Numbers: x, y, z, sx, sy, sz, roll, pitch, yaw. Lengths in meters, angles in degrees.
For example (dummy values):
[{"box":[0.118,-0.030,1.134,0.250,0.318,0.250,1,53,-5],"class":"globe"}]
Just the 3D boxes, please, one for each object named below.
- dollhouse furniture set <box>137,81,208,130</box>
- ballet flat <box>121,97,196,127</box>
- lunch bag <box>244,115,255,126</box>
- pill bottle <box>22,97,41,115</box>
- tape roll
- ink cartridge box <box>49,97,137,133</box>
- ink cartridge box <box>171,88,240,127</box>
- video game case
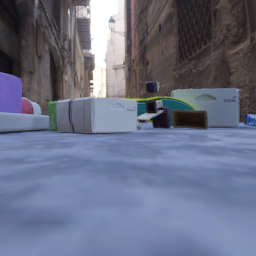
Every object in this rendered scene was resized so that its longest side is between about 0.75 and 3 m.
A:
[{"box":[0.935,-0.410,6.355,1.565,1.240,1.111,4,19,35],"class":"dollhouse furniture set"},{"box":[0.728,-0.549,8.165,2.530,0.845,0.848,4,17,-2],"class":"ballet flat"},{"box":[4.799,-0.201,10.133,0.678,0.423,0.900,1,13,-17],"class":"lunch bag"},{"box":[-3.315,-0.463,8.133,0.917,0.917,1.633,1,1,21],"class":"pill bottle"},{"box":[-3.640,-0.682,5.983,2.571,0.844,2.571,-1,1,0],"class":"tape roll"},{"box":[-0.594,-0.195,4.630,0.918,0.530,1.261,-1,2,-43],"class":"ink cartridge box"},{"box":[2.543,-0.619,9.514,1.977,1.141,2.725,0,1,13],"class":"ink cartridge box"},{"box":[-2.946,-0.098,5.383,2.609,0.315,2.863,0,0,6],"class":"video game case"}]
